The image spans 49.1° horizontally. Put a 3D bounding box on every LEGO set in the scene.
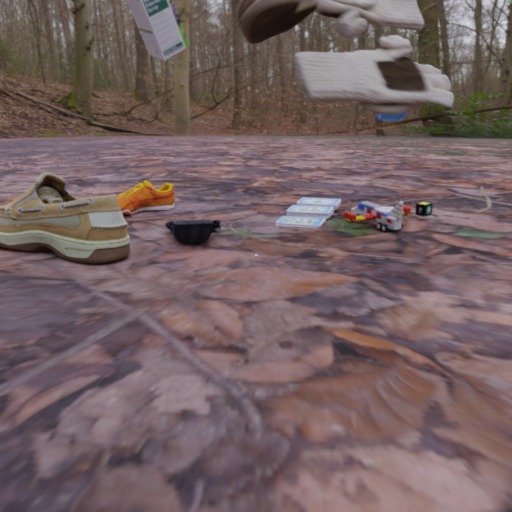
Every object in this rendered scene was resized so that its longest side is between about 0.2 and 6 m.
[{"bbox_3d":[2.112,-1.056,11.708,2.970,0.729,2.219,5,19,19],"label":"LEGO set"}]

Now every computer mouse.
[{"bbox_3d":[-1.104,-0.433,9.999,1.058,0.403,1.528,-2,4,-7],"label":"computer mouse"}]

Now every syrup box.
[{"bbox_3d":[-1.653,-3.965,9.064,0.549,1.394,0.568,-37,45,-18],"label":"syrup box"}]

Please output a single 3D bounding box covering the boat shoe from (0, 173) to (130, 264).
[{"bbox_3d":[-3.420,-0.751,9.311,3.347,1.275,1.199,8,17,27],"label":"boat shoe"}]

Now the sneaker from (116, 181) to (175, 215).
[{"bbox_3d":[-2.702,-1.317,12.587,1.881,0.726,0.686,-16,23,-41],"label":"sneaker"}]

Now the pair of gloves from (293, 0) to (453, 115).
[{"bbox_3d":[1.748,-3.548,8.935,2.525,2.970,0.521,4,-28,-16],"label":"pair of gloves"}]

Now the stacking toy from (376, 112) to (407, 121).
[{"bbox_3d":[2.525,-3.688,12.111,0.934,0.987,1.701,-8,40,-38],"label":"stacking toy"}]

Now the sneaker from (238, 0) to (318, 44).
[{"bbox_3d":[0.119,-3.190,6.883,0.754,0.809,2.141,-35,8,28],"label":"sneaker"}]
